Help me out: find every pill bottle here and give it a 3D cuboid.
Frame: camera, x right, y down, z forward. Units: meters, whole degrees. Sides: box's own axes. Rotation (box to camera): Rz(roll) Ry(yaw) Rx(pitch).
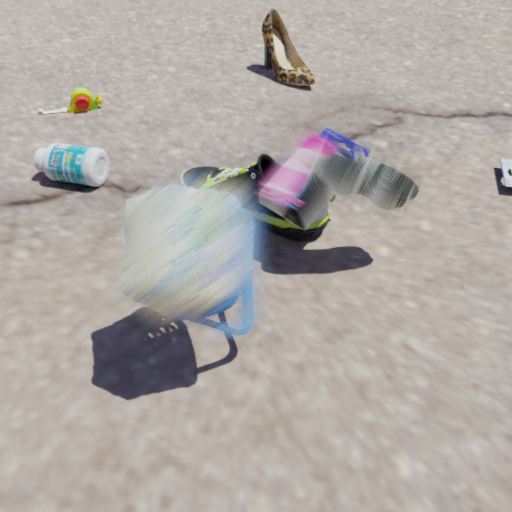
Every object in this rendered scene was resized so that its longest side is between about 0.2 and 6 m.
[{"bbox_3d":[-3.280,-1.625,9.906,1.209,0.670,0.670,9,40,12],"label":"pill bottle"}]

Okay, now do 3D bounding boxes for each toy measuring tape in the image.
[{"bbox_3d":[-4.080,-3.393,12.248,1.401,0.515,0.515,-9,40,-11],"label":"toy measuring tape"}]

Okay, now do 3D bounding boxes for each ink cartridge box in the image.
[{"bbox_3d":[0.863,-1.211,8.094,0.807,0.316,1.704,33,67,19],"label":"ink cartridge box"},{"bbox_3d":[4.876,-1.359,9.932,1.025,0.222,1.006,7,39,12],"label":"ink cartridge box"}]

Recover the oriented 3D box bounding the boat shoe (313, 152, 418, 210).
[{"bbox_3d":[1.460,-1.052,7.352,1.569,0.473,0.593,12,70,-32],"label":"boat shoe"}]

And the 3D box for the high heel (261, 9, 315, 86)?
[{"bbox_3d":[0.768,-4.975,13.432,0.727,1.451,2.036,-23,44,-26],"label":"high heel"}]

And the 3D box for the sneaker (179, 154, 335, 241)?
[{"bbox_3d":[0.002,-1.199,8.978,2.768,1.146,0.993,19,43,21],"label":"sneaker"}]

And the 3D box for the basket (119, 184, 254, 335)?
[{"bbox_3d":[-0.588,0.048,6.151,1.199,1.724,1.520,-11,73,31],"label":"basket"}]
